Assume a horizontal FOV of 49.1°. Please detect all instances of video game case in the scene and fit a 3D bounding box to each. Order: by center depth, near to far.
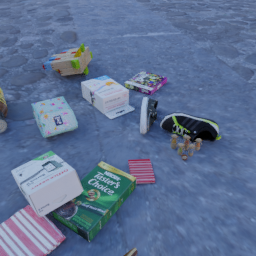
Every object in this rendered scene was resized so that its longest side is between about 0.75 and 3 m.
[{"bbox_3d":[0.859,-2.163,13.237,1.453,0.287,1.603,22,41,27],"label":"video game case"}]

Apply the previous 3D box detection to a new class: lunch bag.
[{"bbox_3d":[-2.675,-0.356,10.243,1.295,0.927,1.521,-17,48,-25],"label":"lunch bag"}]

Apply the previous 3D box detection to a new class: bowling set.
[{"bbox_3d":[1.929,0.635,9.156,1.074,0.576,0.747,1,36,2],"label":"bowling set"}]

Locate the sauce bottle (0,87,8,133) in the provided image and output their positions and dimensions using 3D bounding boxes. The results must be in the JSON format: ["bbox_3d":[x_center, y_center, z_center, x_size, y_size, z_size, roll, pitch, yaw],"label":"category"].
[{"bbox_3d":[-5.214,-0.816,10.894,0.947,0.947,2.928,-17,42,-21],"label":"sauce bottle"}]

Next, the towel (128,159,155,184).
[{"bbox_3d":[0.406,1.321,8.616,0.727,0.113,1.005,-2,38,-6],"label":"towel"}]

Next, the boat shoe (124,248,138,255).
[{"bbox_3d":[-0.083,3.100,6.011,0.423,0.424,1.175,46,37,7],"label":"boat shoe"}]

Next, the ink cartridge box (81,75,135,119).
[{"bbox_3d":[-0.841,-1.352,11.724,1.289,0.760,2.240,-23,42,-29],"label":"ink cartridge box"}]

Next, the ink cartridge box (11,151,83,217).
[{"bbox_3d":[-2.179,1.406,7.487,1.278,0.736,1.751,-28,27,-27],"label":"ink cartridge box"}]

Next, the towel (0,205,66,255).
[{"bbox_3d":[-2.649,2.797,6.488,1.451,0.297,1.983,28,47,33],"label":"towel"}]

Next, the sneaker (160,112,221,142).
[{"bbox_3d":[2.172,0.035,9.810,2.126,0.762,0.880,5,43,9],"label":"sneaker"}]

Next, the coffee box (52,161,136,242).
[{"bbox_3d":[-0.856,1.860,7.561,1.308,0.468,2.127,22,42,28],"label":"coffee box"}]

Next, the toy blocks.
[{"bbox_3d":[-3.070,-3.375,14.221,1.925,1.407,2.816,-5,31,11],"label":"toy blocks"}]

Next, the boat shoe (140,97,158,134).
[{"bbox_3d":[0.814,-0.544,10.644,0.629,0.763,2.222,4,34,5],"label":"boat shoe"}]
